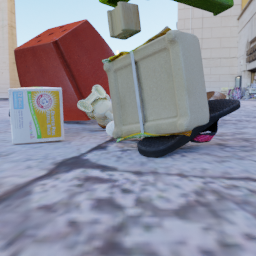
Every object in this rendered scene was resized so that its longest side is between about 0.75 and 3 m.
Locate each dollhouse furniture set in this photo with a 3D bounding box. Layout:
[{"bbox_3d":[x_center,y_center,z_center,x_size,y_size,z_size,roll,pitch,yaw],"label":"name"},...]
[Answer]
[{"bbox_3d":[0.682,-1.337,4.979,1.501,2.990,1.959,-7,-1,-37],"label":"dollhouse furniture set"}]

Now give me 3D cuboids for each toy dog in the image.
[{"bbox_3d":[-0.662,-0.474,7.730,1.140,0.820,1.176,30,-12,17],"label":"toy dog"}]

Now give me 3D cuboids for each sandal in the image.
[{"bbox_3d":[1.168,0.039,5.146,2.351,0.530,0.883,-29,22,-27],"label":"sandal"}]

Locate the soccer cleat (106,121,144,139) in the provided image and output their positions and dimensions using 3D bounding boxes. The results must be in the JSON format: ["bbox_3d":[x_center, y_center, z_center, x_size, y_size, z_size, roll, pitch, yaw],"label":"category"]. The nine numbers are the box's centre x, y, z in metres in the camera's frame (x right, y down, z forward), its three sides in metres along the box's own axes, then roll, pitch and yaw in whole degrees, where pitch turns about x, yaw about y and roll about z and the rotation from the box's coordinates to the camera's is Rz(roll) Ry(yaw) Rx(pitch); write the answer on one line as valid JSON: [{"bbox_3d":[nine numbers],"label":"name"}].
[{"bbox_3d":[0.252,0.004,5.863,1.424,0.489,0.607,3,-6,-3],"label":"soccer cleat"}]

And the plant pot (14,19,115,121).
[{"bbox_3d":[-2.082,-2.034,9.517,2.805,2.472,2.802,-1,37,32],"label":"plant pot"}]

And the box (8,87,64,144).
[{"bbox_3d":[-2.145,-0.368,6.482,1.031,1.144,2.035,-4,9,-20],"label":"box"}]

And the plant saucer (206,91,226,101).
[{"bbox_3d":[2.339,-0.746,9.224,1.762,0.322,1.762,-33,11,7],"label":"plant saucer"}]

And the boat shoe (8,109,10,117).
[{"bbox_3d":[-3.781,-0.661,10.820,0.699,0.662,1.998,36,17,12],"label":"boat shoe"}]
